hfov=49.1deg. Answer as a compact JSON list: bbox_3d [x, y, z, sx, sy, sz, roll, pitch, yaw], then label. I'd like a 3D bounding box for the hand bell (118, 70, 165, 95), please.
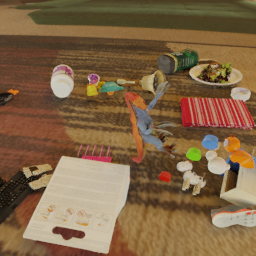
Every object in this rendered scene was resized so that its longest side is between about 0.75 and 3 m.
[{"bbox_3d":[0.550,-2.366,14.559,2.502,1.303,1.303,9,32,34],"label":"hand bell"}]

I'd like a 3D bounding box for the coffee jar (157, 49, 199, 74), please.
[{"bbox_3d":[2.991,-4.041,16.875,2.417,1.031,1.261,-21,39,-28],"label":"coffee jar"}]

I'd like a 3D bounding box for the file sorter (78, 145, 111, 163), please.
[{"bbox_3d":[-1.141,0.998,9.567,1.042,0.653,0.724,2,33,4],"label":"file sorter"}]

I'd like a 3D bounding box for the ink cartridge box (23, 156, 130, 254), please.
[{"bbox_3d":[-1.265,2.139,8.012,2.286,0.707,2.819,7,44,8],"label":"ink cartridge box"}]

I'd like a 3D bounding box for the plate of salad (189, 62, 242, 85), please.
[{"bbox_3d":[4.963,-3.187,15.830,2.898,0.696,2.898,0,35,0],"label":"plate of salad"}]

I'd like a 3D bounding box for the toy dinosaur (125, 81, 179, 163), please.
[{"bbox_3d":[0.476,0.017,8.361,2.817,2.556,1.479,-43,37,17],"label":"toy dinosaur"}]

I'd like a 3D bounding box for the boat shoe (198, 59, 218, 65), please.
[{"bbox_3d":[5.020,-4.164,17.584,1.259,0.464,0.435,9,40,14],"label":"boat shoe"}]

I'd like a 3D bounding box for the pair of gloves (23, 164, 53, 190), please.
[{"bbox_3d":[-2.790,1.517,9.031,0.944,0.195,1.110,-8,33,-36],"label":"pair of gloves"}]

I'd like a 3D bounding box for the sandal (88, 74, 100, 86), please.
[{"bbox_3d":[-1.878,-2.783,15.553,0.636,0.384,1.562,-6,34,-9],"label":"sandal"}]

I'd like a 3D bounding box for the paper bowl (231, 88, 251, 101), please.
[{"bbox_3d":[5.486,-1.596,13.684,0.878,0.457,0.878,0,33,0],"label":"paper bowl"}]

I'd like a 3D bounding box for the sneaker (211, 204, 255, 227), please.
[{"bbox_3d":[3.014,2.297,7.702,1.517,0.585,0.621,-1,27,-3],"label":"sneaker"}]

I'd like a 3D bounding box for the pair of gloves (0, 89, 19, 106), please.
[{"bbox_3d":[-6.696,-1.563,13.840,2.076,0.257,1.850,11,34,11],"label":"pair of gloves"}]

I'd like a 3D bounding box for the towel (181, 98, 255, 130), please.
[{"bbox_3d":[3.803,-0.680,12.297,2.915,0.328,2.108,2,38,3],"label":"towel"}]

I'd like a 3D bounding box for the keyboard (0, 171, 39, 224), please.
[{"bbox_3d":[-3.812,2.024,8.187,1.271,0.484,2.442,12,34,18],"label":"keyboard"}]

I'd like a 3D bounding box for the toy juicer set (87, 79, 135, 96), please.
[{"bbox_3d":[-0.969,-2.038,14.333,2.416,0.657,1.537,-11,17,-13],"label":"toy juicer set"}]

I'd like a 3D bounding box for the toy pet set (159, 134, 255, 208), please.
[{"bbox_3d":[2.736,0.901,7.847,2.707,2.900,1.540,28,58,-5],"label":"toy pet set"}]

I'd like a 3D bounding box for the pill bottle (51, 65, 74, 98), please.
[{"bbox_3d":[-3.323,-2.360,14.248,1.126,1.126,2.007,-5,35,-7],"label":"pill bottle"}]
